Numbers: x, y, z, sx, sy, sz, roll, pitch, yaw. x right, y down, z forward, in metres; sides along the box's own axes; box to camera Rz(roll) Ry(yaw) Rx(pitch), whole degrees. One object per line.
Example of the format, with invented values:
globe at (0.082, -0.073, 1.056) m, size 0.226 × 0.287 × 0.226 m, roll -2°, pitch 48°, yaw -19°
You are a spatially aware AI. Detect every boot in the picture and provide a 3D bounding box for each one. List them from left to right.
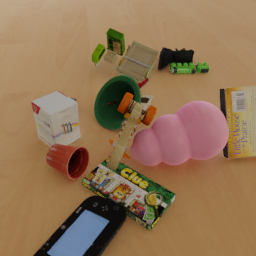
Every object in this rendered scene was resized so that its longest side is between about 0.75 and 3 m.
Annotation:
boot at (2.293, -3.272, 13.290) m, size 1.575 × 0.711 × 1.922 m, roll 11°, pitch 38°, yaw 9°

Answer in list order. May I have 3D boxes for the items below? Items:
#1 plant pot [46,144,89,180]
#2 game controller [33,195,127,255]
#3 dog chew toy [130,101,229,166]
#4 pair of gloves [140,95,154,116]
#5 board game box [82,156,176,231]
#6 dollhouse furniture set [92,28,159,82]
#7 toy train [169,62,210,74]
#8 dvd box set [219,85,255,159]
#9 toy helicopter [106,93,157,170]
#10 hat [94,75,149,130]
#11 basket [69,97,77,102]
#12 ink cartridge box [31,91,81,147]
plant pot at (-1.749, 0.884, 7.950) m, size 0.918 × 0.944 × 0.944 m, roll 13°, pitch 40°, yaw 29°
game controller at (-1.059, 2.464, 6.226) m, size 1.229 × 0.496 × 2.356 m, roll 22°, pitch 43°, yaw 25°
dog chew toy at (1.408, 0.277, 8.103) m, size 2.762 × 1.720 × 1.720 m, roll -18°, pitch 40°, yaw -2°
pair of gloves at (0.131, -1.031, 10.792) m, size 1.486 × 0.261 × 1.263 m, roll 17°, pitch 42°, yaw 21°
board game box at (-0.010, 1.631, 7.470) m, size 2.290 × 0.269 × 1.200 m, roll 26°, pitch 44°, yaw 28°
dollhouse furniture set at (-0.083, -3.056, 12.837) m, size 2.680 × 1.345 × 1.756 m, roll 26°, pitch 74°, yaw 7°
toy train at (2.827, -2.722, 12.841) m, size 1.858 × 0.388 × 0.524 m, roll -3°, pitch 49°, yaw -3°
dvd box set at (4.271, -0.267, 8.417) m, size 2.922 × 2.138 × 0.430 m, roll -6°, pitch 5°, yaw -4°
toy helicopter at (-0.144, 0.289, 7.570) m, size 0.998 × 1.673 × 2.530 m, roll 28°, pitch 34°, yaw -2°
hat at (0.143, -0.826, 10.373) m, size 1.855 × 2.240 × 1.971 m, roll 47°, pitch 14°, yaw 29°
basket at (-2.405, -0.885, 10.350) m, size 0.919 × 0.625 × 0.828 m, roll 6°, pitch 29°, yaw 1°
ink cartridge box at (-2.241, -0.223, 8.853) m, size 1.033 × 1.422 × 1.029 m, roll 30°, pitch 45°, yaw 32°
